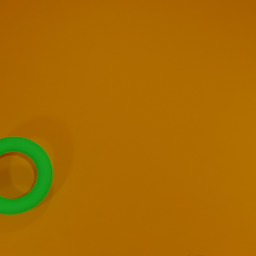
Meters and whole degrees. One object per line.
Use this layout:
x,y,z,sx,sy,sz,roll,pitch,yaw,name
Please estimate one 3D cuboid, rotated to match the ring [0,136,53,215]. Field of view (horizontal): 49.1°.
-2.622,1.075,6.391,1.775,0.355,1.775,1,85,-9,ring
